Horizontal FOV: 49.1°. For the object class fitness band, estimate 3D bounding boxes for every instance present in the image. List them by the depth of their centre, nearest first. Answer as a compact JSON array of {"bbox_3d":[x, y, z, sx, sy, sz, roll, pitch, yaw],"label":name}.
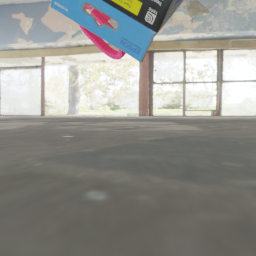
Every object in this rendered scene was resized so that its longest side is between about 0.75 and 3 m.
[{"bbox_3d":[-1.060,-3.856,11.302,0.482,2.577,1.851,-47,7,-20],"label":"fitness band"}]

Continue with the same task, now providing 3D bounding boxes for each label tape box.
[{"bbox_3d":[0.087,-2.769,4.281,2.010,2.787,0.882,33,42,5],"label":"label tape box"}]
